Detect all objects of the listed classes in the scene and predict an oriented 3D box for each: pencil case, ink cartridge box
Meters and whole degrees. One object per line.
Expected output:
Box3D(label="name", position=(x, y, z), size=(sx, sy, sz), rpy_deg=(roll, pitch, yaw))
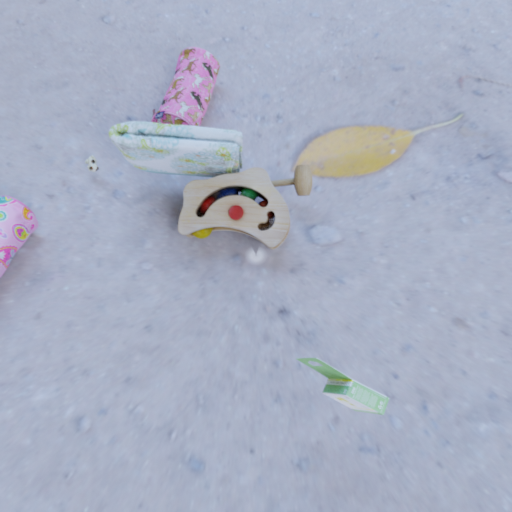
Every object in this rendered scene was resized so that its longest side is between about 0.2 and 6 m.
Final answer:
Box3D(label="pencil case", position=(-4.661, 0.014, 9.437), size=(0.979, 0.979, 2.239), rpy_deg=(19, 58, 12))
Box3D(label="ink cartridge box", position=(0.949, 1.519, 6.542), size=(0.997, 0.726, 0.239), rpy_deg=(29, 73, -9))
Box3D(label="pencil case", position=(-1.447, -3.346, 11.642), size=(0.960, 0.919, 2.219), rpy_deg=(29, 56, -21))

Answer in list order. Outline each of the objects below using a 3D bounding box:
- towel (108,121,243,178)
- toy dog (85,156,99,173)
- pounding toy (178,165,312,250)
Box3D(label="towel", position=(-1.261, -1.791, 9.484), size=(2.112, 1.808, 0.509), rpy_deg=(4, 84, -3))
Box3D(label="toy dog", position=(-3.112, -1.735, 10.707), size=(0.214, 0.297, 0.306), rpy_deg=(4, 52, -39))
Box3D(label="pounding toy", position=(-0.108, -0.742, 10.140), size=(2.452, 1.407, 1.402), rpy_deg=(-11, 86, 4))
